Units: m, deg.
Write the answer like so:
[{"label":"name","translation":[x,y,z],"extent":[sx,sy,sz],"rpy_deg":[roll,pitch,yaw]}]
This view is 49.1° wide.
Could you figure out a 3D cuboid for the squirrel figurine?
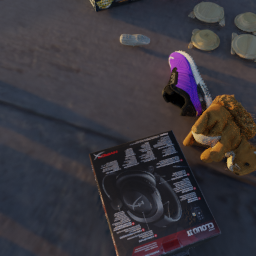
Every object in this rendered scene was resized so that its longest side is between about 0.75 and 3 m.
[{"label":"squirrel figurine","translation":[2.502,0.171,6.664],"extent":[1.700,1.289,1.822],"rpy_deg":[37,69,13]}]

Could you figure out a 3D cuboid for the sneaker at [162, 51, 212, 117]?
[{"label":"sneaker","translation":[1.401,-1.230,7.737],"extent":[1.092,0.764,2.196],"rpy_deg":[-16,61,-8]}]

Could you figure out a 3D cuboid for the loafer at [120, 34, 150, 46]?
[{"label":"loafer","translation":[0.225,-2.772,8.907],"extent":[0.956,0.334,0.334],"rpy_deg":[10,67,7]}]

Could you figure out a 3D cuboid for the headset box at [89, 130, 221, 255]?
[{"label":"headset box","translation":[0.484,1.584,5.900],"extent":[1.971,1.023,2.649],"rpy_deg":[-16,61,-10]}]

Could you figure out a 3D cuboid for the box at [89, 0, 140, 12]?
[{"label":"box","translation":[-0.630,-5.754,10.492],"extent":[2.342,0.678,2.947],"rpy_deg":[-20,61,-12]}]

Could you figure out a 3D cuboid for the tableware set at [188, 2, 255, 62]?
[{"label":"tableware set","translation":[3.270,-3.210,9.200],"extent":[2.744,0.318,2.292],"rpy_deg":[16,61,9]}]
